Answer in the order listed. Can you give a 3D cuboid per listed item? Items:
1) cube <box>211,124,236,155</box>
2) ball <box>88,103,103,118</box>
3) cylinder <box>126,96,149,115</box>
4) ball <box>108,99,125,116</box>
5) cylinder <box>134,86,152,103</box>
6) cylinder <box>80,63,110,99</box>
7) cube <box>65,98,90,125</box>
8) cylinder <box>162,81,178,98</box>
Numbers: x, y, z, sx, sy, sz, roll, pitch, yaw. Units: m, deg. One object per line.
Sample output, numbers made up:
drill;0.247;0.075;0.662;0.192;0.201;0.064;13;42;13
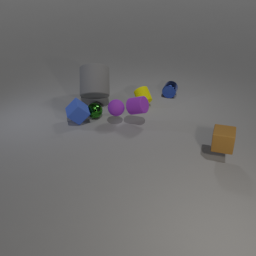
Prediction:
cube;3.192;0.371;9.362;0.700;0.700;0.700;9;34;19
ball;-1.471;-0.771;12.376;0.700;0.700;0.700;0;30;0
cylinder;0.391;-0.924;11.505;0.700;0.700;0.700;-5;24;34
ball;-0.494;-0.840;11.648;0.700;0.700;0.700;0;30;0
cylinder;0.719;-1.532;13.406;0.700;0.700;0.700;-15;74;-24
cylinder;-1.578;-2.186;13.248;1.400;1.400;1.400;-1;-5;0
cube;-2.122;-0.703;11.797;0.700;0.700;0.700;-43;39;15
cylinder;2.171;-1.990;14.455;0.700;0.700;0.700;9;31;16
